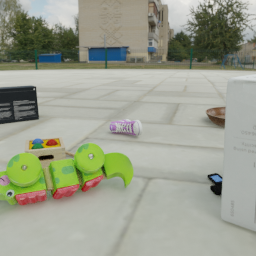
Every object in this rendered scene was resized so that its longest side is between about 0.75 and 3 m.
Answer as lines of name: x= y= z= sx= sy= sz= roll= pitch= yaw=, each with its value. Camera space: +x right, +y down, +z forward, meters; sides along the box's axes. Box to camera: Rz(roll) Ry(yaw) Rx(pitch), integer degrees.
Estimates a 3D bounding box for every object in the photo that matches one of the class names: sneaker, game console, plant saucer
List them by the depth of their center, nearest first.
game console: x=1.872 y=1.136 z=5.719 sx=0.525 sy=0.107 sz=0.890 roll=-2 pitch=15 yaw=-9
sneaker: x=-0.138 y=0.022 z=9.162 sx=0.827 sy=0.526 sz=1.451 roll=-7 pitch=6 yaw=-25
plant saucer: x=4.305 y=-0.392 z=10.801 sx=2.587 sy=0.446 sz=2.587 roll=1 pitch=16 yaw=0

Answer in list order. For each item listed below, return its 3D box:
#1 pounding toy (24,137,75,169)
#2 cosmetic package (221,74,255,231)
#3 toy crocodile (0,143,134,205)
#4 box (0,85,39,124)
pounding toy: x=-1.868 y=0.517 z=6.972 sx=1.253 sy=0.653 sz=1.426 roll=-5 pitch=16 yaw=-17
cosmetic package: x=3.180 y=0.261 z=4.499 sx=2.314 sy=2.316 sz=2.807 roll=9 pitch=17 yaw=40
toy crocodile: x=-1.294 y=0.935 z=5.175 sx=2.893 sy=0.893 sz=0.977 roll=-8 pitch=-24 yaw=-23
box: x=-4.618 y=-0.945 z=11.063 sx=1.929 sy=1.362 sz=0.761 roll=-9 pitch=18 yaw=-31
